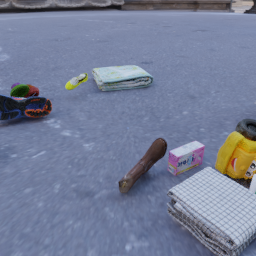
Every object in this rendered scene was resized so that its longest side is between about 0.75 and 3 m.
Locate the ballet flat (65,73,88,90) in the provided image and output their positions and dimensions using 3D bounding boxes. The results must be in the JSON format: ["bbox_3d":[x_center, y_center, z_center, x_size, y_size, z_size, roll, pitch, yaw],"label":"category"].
[{"bbox_3d":[-2.004,-1.876,11.038,0.384,0.386,1.150,44,49,8],"label":"ballet flat"}]

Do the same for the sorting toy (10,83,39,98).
[{"bbox_3d":[-3.953,-1.396,10.396,0.580,0.849,1.414,52,10,13],"label":"sorting toy"}]

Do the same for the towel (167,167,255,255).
[{"bbox_3d":[1.642,1.547,5.241,1.292,0.668,1.560,-22,37,-33],"label":"towel"}]

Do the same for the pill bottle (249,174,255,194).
[{"bbox_3d":[3.027,1.414,5.365,1.319,0.744,0.744,15,31,27],"label":"pill bottle"}]

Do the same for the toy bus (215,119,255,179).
[{"bbox_3d":[3.345,0.751,6.219,2.091,1.419,2.008,-18,48,-25],"label":"toy bus"}]

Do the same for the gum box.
[{"bbox_3d":[1.450,0.725,6.884,0.968,0.550,0.320,-17,32,-30],"label":"gum box"}]

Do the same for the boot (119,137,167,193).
[{"bbox_3d":[0.311,0.826,6.152,0.389,1.129,1.212,39,36,17],"label":"boot"}]

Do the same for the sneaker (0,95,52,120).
[{"bbox_3d":[-3.706,-0.651,9.298,2.251,0.848,0.883,3,1,-19],"label":"sneaker"}]

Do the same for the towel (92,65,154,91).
[{"bbox_3d":[-0.311,-2.351,12.718,2.468,0.594,2.112,-7,29,-14],"label":"towel"}]
